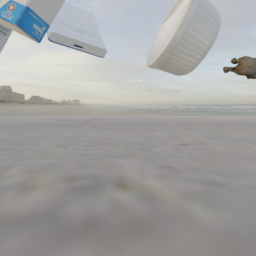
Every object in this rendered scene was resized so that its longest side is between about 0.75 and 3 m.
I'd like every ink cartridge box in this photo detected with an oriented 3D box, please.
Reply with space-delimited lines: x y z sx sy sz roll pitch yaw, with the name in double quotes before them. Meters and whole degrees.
"ink cartridge box" -4.038 -2.736 8.603 0.511 2.511 2.516 28 13 -30
"ink cartridge box" -1.213 -1.769 3.509 0.820 1.134 0.478 31 0 26

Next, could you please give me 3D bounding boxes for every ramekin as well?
"ramekin" 1.871 -3.051 9.344 1.319 2.832 2.832 25 -3 -13

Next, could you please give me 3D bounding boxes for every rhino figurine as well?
"rhino figurine" 2.814 -1.218 5.940 1.452 0.434 0.635 7 7 -18

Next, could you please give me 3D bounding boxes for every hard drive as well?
"hard drive" -1.811 -3.412 9.304 1.812 0.348 2.747 11 40 -29
